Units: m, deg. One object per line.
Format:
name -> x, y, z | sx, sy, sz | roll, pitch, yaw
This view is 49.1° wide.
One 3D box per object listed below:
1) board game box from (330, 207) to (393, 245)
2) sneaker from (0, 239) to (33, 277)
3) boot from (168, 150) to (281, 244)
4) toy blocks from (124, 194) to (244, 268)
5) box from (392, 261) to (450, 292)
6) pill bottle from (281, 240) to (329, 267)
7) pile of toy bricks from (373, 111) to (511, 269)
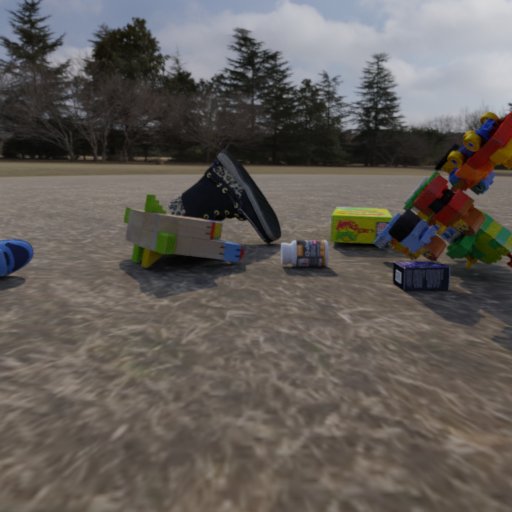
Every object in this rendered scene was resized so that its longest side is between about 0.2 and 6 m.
board game box -> 2.542, -0.768, 13.542 | 1.338, 0.627, 2.633 | 3, 9, 10
sneaker -> -4.439, 0.149, 9.128 | 1.647, 0.609, 0.677 | -17, 18, -33
boot -> -0.787, -0.961, 13.500 | 2.089, 2.766, 0.999 | -38, -26, 13
toy blocks -> -1.379, -0.409, 10.935 | 1.799, 1.315, 2.632 | 7, 4, -29
box -> 2.573, 0.312, 8.748 | 0.729, 0.380, 0.539 | -2, 10, -5
pill bottle -> 0.888, -0.040, 10.311 | 0.847, 0.493, 0.493 | -1, 11, -2
pile of toy bricks -> 3.572, -0.527, 9.522 | 1.994, 2.241, 4.039 | 38, -13, 7
